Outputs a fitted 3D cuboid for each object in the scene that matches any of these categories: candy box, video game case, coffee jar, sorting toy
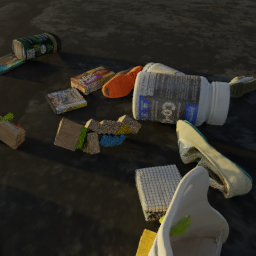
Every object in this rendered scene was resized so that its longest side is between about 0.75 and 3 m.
[{"bbox_3d":[-1.391,-1.930,11.260,1.571,0.443,0.916,-29,45,-34],"label":"candy box"},{"bbox_3d":[-2.288,-1.037,10.316,1.198,0.169,1.325,-19,41,-22],"label":"video game case"},{"bbox_3d":[-4.262,-3.909,13.321,1.108,0.907,2.126,28,40,30],"label":"coffee jar"},{"bbox_3d":[0.752,2.007,4.363,1.530,2.577,2.863,16,40,19],"label":"sorting toy"}]

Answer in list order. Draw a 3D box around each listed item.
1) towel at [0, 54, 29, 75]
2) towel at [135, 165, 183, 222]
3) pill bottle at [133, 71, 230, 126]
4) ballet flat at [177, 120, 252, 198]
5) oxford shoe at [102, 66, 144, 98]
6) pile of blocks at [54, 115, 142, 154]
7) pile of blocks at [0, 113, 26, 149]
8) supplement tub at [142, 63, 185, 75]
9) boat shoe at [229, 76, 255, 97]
[{"bbox_3d":[-5.618,-2.974,12.834,1.286,0.190,1.754,19,41,22],"label":"towel"},{"bbox_3d":[0.802,1.530,6.655,1.118,0.578,1.351,-3,37,-9],"label":"towel"},{"bbox_3d":[1.660,-0.899,8.945,2.814,1.601,1.601,7,38,9],"label":"pill bottle"},{"bbox_3d":[1.951,0.777,7.431,0.972,0.972,2.798,-19,42,-23],"label":"ballet flat"},{"bbox_3d":[-0.279,-1.757,10.921,0.843,0.825,2.313,6,28,42],"label":"oxford shoe"},{"bbox_3d":[-0.911,0.228,8.350,2.596,1.066,0.807,-4,-6,-20],"label":"pile of blocks"},{"bbox_3d":[-4.109,-0.235,8.547,2.575,1.057,0.800,14,40,18],"label":"pile of blocks"},{"bbox_3d":[1.319,-1.767,10.500,1.095,1.095,1.510,-30,46,-33],"label":"supplement tub"},{"bbox_3d":[4.229,-1.611,10.761,1.700,0.635,0.581,-13,33,-29],"label":"boat shoe"}]
